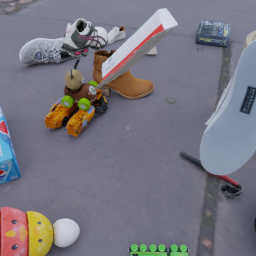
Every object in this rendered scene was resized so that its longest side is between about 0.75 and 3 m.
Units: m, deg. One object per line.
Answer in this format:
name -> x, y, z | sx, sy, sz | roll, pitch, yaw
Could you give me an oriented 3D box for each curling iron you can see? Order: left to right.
curling iron -> 2.354, 1.284, 8.188 | 0.542, 0.279, 2.185 | -30, 50, -28

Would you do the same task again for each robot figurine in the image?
robot figurine -> -1.777, -0.757, 10.083 | 1.785, 0.717, 2.462 | 17, 45, 15

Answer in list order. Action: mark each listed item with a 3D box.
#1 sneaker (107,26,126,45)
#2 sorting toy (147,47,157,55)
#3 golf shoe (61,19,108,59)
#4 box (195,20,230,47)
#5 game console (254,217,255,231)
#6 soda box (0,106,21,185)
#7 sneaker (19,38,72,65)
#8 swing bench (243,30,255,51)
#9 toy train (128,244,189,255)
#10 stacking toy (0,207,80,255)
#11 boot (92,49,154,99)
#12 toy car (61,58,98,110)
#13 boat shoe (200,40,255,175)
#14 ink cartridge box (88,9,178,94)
sneaker -> -0.848, -4.881, 14.592 | 1.662, 0.703, 0.605 | -33, 53, -29
sorting toy -> 0.616, -4.120, 13.881 | 1.535, 0.820, 1.381 | -2, 23, -2
golf shoe -> -1.392, -3.351, 10.032 | 0.968, 1.105, 2.509 | 22, 37, 13
box -> 4.546, -5.064, 14.900 | 1.648, 0.533, 2.089 | 10, 43, 12
game console -> 3.960, 2.210, 6.471 | 1.883, 1.246, 2.141 | 25, 48, 25
soda box -> -4.171, 0.401, 8.675 | 0.975, 0.922, 2.875 | -19, 46, -19
sneaker -> -3.502, -3.497, 12.813 | 2.835, 1.059, 1.162 | -24, 48, -24
swing bench -> 4.519, -1.199, 8.995 | 1.853, 2.841, 2.857 | -25, 48, -24
toy train -> 0.707, 2.908, 6.439 | 1.412, 0.295, 0.398 | 0, 53, 0
stacking toy -> -2.356, 2.414, 6.237 | 2.574, 1.881, 1.881 | -2, 40, -26
boot -> -0.153, -2.127, 10.710 | 2.420, 1.879, 0.928 | 2, 43, 2
toy car -> -1.662, -1.554, 9.421 | 1.149, 1.457, 1.197 | 9, 48, 8
boat shoe -> 2.209, -0.414, 5.546 | 1.022, 2.767, 1.179 | 20, 26, 18
ink cartridge box -> 0.070, -1.986, 6.998 | 0.656, 2.109, 2.620 | 51, 30, -4
